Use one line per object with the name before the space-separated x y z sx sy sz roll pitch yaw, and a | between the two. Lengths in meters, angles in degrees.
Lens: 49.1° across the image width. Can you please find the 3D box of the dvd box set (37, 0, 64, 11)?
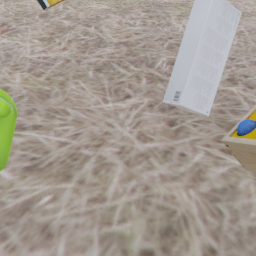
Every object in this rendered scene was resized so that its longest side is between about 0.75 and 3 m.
dvd box set | -2.071 -4.265 7.872 0.265 1.319 1.803 -10 29 49

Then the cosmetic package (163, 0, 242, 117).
cosmetic package | 1.422 -1.360 5.384 0.871 2.110 0.534 16 2 -34

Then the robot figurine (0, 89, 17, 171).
robot figurine | -1.579 0.031 2.952 0.698 1.059 1.207 10 46 -19

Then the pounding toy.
pounding toy | 1.442 -0.057 2.856 0.964 0.502 1.097 -43 11 -9
